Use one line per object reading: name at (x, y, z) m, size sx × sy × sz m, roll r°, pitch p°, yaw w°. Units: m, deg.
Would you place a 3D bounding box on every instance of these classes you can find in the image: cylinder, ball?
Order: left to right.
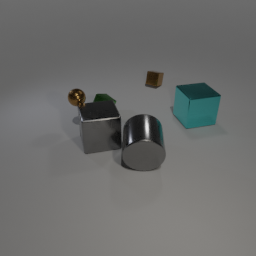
ball at (-1.994, -1.188, 10.901) m, size 0.700 × 0.700 × 0.700 m, roll 0°, pitch 32°, yaw 0°
cylinder at (0.520, 0.481, 9.464) m, size 1.400 × 1.400 × 1.400 m, roll 0°, pitch 39°, yaw 0°

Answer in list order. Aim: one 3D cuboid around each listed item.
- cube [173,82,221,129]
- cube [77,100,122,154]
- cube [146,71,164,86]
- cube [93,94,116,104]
cube at (2.889, -0.986, 11.961) m, size 1.400 × 1.400 × 1.400 m, roll -8°, pitch 33°, yaw -13°
cube at (-1.072, -0.068, 10.496) m, size 1.400 × 1.400 × 1.400 m, roll -8°, pitch 33°, yaw -12°
cube at (1.457, -2.710, 15.261) m, size 0.700 × 0.700 × 0.700 m, roll 17°, pitch 20°, yaw 25°
cube at (-1.076, -1.062, 12.449) m, size 0.700 × 0.700 × 0.700 m, roll 37°, pitch 25°, yaw 25°
